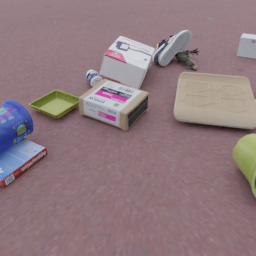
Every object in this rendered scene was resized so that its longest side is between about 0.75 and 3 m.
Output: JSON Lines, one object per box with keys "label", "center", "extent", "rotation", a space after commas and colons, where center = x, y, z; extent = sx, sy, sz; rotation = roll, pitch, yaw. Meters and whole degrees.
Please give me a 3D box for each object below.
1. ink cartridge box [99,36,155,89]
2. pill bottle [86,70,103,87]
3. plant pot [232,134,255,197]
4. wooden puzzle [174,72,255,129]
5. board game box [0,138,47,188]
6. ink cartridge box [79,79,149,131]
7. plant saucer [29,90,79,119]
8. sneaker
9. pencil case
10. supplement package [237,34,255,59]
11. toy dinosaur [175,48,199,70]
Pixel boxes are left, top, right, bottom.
{"label": "ink cartridge box", "center": [0.028, -2.778, 11.605], "extent": [1.707, 0.994, 2.358], "rotation": [21, 37, 1]}
{"label": "pill bottle", "center": [-1.364, -1.986, 11.217], "extent": [0.508, 0.508, 0.915], "rotation": [-14, 38, -19]}
{"label": "plant pot", "center": [3.220, 0.824, 6.611], "extent": [1.454, 1.454, 1.337], "rotation": [-6, 24, -9]}
{"label": "wooden puzzle", "center": [2.958, -0.923, 9.649], "extent": [2.598, 0.649, 2.805], "rotation": [7, 40, 10]}
{"label": "board game box", "center": [-3.844, 0.558, 7.769], "extent": [2.920, 0.284, 1.503], "rotation": [19, 38, 25]}
{"label": "ink cartridge box", "center": [-0.451, -0.828, 9.289], "extent": [1.845, 0.693, 1.520], "rotation": [20, 41, 22]}
{"label": "plant saucer", "center": [-2.461, -0.782, 9.658], "extent": [1.320, 0.316, 1.318], "rotation": [21, 40, 26]}
{"label": "sneaker", "center": [1.971, -3.827, 13.074], "extent": [2.256, 0.885, 0.896], "rotation": [-43, 44, -16]}
{"label": "pencil case", "center": [-3.822, 0.297, 6.979], "extent": [1.242, 1.116, 2.860], "rotation": [27, 43, 27]}
{"label": "supplement package", "center": [6.097, -3.986, 13.676], "extent": [1.233, 0.960, 0.684], "rotation": [15, 38, 22]}
{"label": "toy dinosaur", "center": [2.639, -3.454, 13.316], "extent": [1.099, 0.592, 2.494], "rotation": [-24, 38, -20]}
